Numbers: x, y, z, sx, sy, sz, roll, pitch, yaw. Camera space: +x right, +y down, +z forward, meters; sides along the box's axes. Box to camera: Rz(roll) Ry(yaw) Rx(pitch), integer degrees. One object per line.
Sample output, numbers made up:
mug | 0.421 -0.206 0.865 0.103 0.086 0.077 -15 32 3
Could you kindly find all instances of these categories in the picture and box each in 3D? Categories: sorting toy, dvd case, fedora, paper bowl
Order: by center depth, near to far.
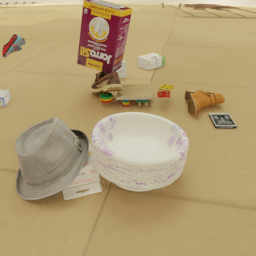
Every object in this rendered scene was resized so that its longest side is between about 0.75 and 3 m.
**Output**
fedora | -2.108 0.536 7.108 2.094 1.069 2.367 -14 33 17
paper bowl | 0.270 0.653 7.219 2.411 1.254 2.411 3 30 -2
dvd case | 3.376 -0.268 10.036 0.745 0.123 0.992 0 29 1
sorting toy | 0.412 -1.349 11.476 2.943 0.498 1.419 -1 30 6

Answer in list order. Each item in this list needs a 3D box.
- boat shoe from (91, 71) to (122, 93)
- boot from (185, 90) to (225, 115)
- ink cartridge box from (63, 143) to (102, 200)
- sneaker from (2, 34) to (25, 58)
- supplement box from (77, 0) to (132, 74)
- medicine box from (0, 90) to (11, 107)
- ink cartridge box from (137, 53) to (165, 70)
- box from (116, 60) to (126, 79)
boat shoe | -0.937 -1.930 11.568 0.888 0.886 2.461 -8 9 -21
boot | 3.029 -0.984 10.860 1.432 0.707 1.845 5 22 1
ink cartridge box | -1.345 1.005 7.361 0.999 0.589 1.735 -10 31 -16
sneaker | -3.522 -2.451 8.662 0.447 0.935 0.371 18 46 -51
supplement box | -0.946 -3.568 10.913 1.586 2.423 1.250 18 31 11
medicine box | -5.286 -1.212 11.374 0.731 0.413 0.803 -1 31 -2
ink cartridge box | 1.292 -3.707 15.549 1.304 0.571 0.948 -25 39 -34
box | -0.701 -2.986 14.035 0.961 0.823 0.956 -16 34 -25
